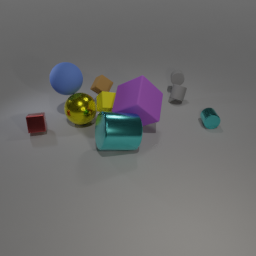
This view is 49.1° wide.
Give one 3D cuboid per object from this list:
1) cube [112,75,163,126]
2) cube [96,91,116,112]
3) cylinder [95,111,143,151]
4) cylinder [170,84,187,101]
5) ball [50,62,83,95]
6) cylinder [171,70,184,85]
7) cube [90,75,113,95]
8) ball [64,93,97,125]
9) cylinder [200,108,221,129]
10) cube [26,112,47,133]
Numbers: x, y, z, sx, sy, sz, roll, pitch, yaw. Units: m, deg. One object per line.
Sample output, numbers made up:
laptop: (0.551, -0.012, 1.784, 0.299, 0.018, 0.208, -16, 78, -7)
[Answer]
cube: (0.403, -1.013, 11.364, 1.400, 1.400, 1.400, -16, 52, 40)
cube: (-0.884, -1.084, 11.830, 0.700, 0.700, 0.700, 2, -12, -27)
cylinder: (-0.368, 0.120, 10.324, 1.400, 1.400, 1.400, 3, 29, -22)
cylinder: (2.511, -1.768, 14.008, 0.700, 0.700, 0.700, 16, 9, -2)
ball: (-2.648, -2.113, 12.052, 1.400, 1.400, 1.400, 0, 31, 0)
cylinder: (2.623, -2.679, 14.872, 0.700, 0.700, 0.700, 4, 26, 6)
cube: (-1.252, -2.011, 13.349, 0.700, 0.700, 0.700, -4, 58, 60)
ball: (-2.048, -0.832, 12.131, 1.400, 1.400, 1.400, 0, 31, 0)
cylinder: (3.563, -0.424, 12.151, 0.700, 0.700, 0.700, -1, 31, -2)
cube: (-3.796, -0.226, 11.654, 0.700, 0.700, 0.700, -8, 14, -10)
